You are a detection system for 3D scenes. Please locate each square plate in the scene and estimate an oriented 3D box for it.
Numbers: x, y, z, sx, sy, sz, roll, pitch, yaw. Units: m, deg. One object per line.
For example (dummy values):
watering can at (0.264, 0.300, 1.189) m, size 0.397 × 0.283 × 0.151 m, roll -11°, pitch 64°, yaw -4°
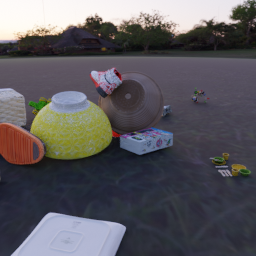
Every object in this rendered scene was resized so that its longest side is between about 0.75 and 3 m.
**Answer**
square plate at (-0.964, 1.845, 4.392) m, size 1.560 × 0.222 × 1.546 m, roll 5°, pitch 19°, yaw 14°

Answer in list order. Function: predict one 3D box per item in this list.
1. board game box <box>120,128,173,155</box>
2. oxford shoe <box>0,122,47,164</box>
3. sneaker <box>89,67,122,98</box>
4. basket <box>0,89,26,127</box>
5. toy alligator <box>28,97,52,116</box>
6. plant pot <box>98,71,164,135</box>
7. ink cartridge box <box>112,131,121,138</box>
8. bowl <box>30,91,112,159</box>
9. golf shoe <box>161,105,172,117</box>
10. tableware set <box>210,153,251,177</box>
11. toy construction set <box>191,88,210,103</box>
board game box at (0.559, 0.375, 8.497) m, size 1.310 × 0.421 × 0.966 m, roll -12°, pitch 18°, yaw -37°
oxford shoe at (-3.181, 0.274, 7.974) m, size 2.946 × 1.050 × 1.074 m, roll 14°, pitch 15°, yaw 33°
sneaker at (-0.689, -1.620, 9.022) m, size 0.861 × 0.537 × 1.607 m, roll -39°, pitch 35°, yaw 8°
basket at (-4.820, -0.613, 10.172) m, size 1.210 × 1.330 × 1.962 m, roll 18°, pitch 25°, yaw 39°
toy alligator at (-3.095, -0.700, 11.540) m, size 2.598 × 0.770 × 0.705 m, roll 13°, pitch -19°, yaw 34°
plant pot at (0.058, -0.919, 9.223) m, size 2.263 × 2.263 × 1.044 m, roll 3°, pitch -12°, yaw 8°
ink cartridge box at (-0.751, -0.230, 10.416) m, size 1.805 × 0.453 × 2.080 m, roll 4°, pitch 20°, yaw 12°
bowl at (-1.697, -0.301, 8.319) m, size 2.477 × 1.333 × 2.477 m, roll 1°, pitch 28°, yaw 0°
golf shoe at (1.415, -0.707, 12.112) m, size 0.547 × 0.441 × 1.126 m, roll -7°, pitch 3°, yaw 42°
tableware set at (2.643, 0.934, 7.259) m, size 0.762 × 0.174 × 1.131 m, roll 0°, pitch 18°, yaw -2°
toy construction set at (3.691, -1.611, 14.523) m, size 0.879 × 0.733 × 0.676 m, roll 18°, pitch 3°, yaw -9°
